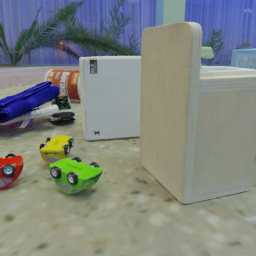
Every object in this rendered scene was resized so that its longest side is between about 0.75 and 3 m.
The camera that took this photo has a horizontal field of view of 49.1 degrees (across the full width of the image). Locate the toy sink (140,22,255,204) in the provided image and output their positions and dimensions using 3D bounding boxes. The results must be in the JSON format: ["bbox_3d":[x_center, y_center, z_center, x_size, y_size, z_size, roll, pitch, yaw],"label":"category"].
[{"bbox_3d":[1.354,-0.418,5.487,1.672,2.984,1.945,-6,16,-20],"label":"toy sink"}]

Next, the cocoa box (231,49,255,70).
[{"bbox_3d":[4.274,-1.100,8.583,1.696,2.585,1.724,-7,17,-23],"label":"cocoa box"}]

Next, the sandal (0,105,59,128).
[{"bbox_3d":[-3.340,-0.262,9.339,2.303,0.566,0.937,-10,15,22],"label":"sandal"}]

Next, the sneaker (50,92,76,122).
[{"bbox_3d":[-2.529,-0.786,10.544,0.878,0.942,2.377,-4,18,-20],"label":"sneaker"}]

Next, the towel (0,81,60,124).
[{"bbox_3d":[-3.850,-0.816,9.364,2.141,0.718,2.900,-11,17,23],"label":"towel"}]

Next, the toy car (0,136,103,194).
[{"bbox_3d":[-1.508,0.834,5.557,2.342,0.555,2.489,12,20,35],"label":"toy car"}]

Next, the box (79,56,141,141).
[{"bbox_3d":[-0.248,-0.994,8.618,2.372,2.359,1.550,-3,16,-12],"label":"box"}]

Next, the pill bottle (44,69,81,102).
[{"bbox_3d":[-2.619,-2.130,14.053,2.815,1.579,1.579,5,17,16],"label":"pill bottle"}]
